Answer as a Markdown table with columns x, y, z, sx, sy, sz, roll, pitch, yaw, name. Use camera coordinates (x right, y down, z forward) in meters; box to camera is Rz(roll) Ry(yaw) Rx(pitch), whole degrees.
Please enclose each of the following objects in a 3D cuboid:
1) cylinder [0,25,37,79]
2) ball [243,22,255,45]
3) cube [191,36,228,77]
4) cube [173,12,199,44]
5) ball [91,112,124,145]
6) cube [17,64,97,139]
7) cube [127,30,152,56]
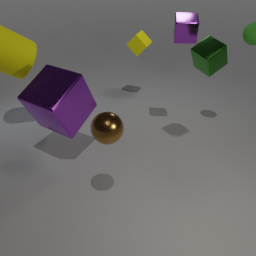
| x | y | z | sx | sy | sz | roll | pitch | yaw | name |
| --- | --- | --- | --- | --- | --- | --- | --- | --- | --- |
| -4.030 | -2.537 | 9.384 | 1.400 | 1.400 | 1.400 | 20 | 11 | -43 | cylinder |
| 3.979 | -2.967 | 8.805 | 0.700 | 0.700 | 0.700 | 0 | 29 | 0 | ball |
| 2.301 | -2.029 | 7.921 | 0.700 | 0.700 | 0.700 | -36 | 51 | -5 | cube |
| 1.818 | -3.147 | 8.817 | 0.700 | 0.700 | 0.700 | 3 | 47 | 5 | cube |
| -0.439 | 0.002 | 5.948 | 0.700 | 0.700 | 0.700 | 0 | 29 | 0 | ball |
| -2.021 | -0.783 | 8.256 | 1.400 | 1.400 | 1.400 | 20 | 63 | 27 | cube |
| 0.508 | -3.754 | 12.407 | 0.700 | 0.700 | 0.700 | -35 | 13 | 41 | cube |
